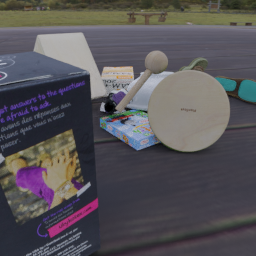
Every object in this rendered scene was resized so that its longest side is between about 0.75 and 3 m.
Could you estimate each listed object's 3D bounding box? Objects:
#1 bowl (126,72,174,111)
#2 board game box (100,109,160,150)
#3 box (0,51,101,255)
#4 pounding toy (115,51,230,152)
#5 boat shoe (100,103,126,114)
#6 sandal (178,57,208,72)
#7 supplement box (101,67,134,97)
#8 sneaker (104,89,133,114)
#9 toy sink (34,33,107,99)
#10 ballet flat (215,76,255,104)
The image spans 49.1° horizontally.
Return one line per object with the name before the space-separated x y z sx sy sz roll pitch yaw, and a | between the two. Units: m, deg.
bowl | 1.068 -1.426 10.193 2.595 1.166 2.595 -1 14 0
board game box | 0.273 -0.024 8.528 1.475 0.357 1.950 -16 30 -33
box | -1.554 0.567 4.061 1.571 2.961 1.810 -18 30 -35
pounding toy | 1.343 -0.643 7.891 2.774 2.141 1.287 32 6 1
boat shoe | -0.517 -0.710 9.933 1.060 0.348 0.382 12 6 35
sandal | 3.120 -2.547 13.482 0.816 1.135 2.858 33 44 23
supplement box | -0.446 -2.131 12.577 1.417 0.827 2.249 -1 25 -1
sneaker | -0.516 -0.785 8.867 0.750 0.648 1.712 -37 8 -17
toy sink | -2.326 -2.032 10.922 1.850 2.838 1.590 -16 -14 -31
ballet flat | 4.722 -1.585 11.616 0.958 0.898 2.649 5 12 -40
